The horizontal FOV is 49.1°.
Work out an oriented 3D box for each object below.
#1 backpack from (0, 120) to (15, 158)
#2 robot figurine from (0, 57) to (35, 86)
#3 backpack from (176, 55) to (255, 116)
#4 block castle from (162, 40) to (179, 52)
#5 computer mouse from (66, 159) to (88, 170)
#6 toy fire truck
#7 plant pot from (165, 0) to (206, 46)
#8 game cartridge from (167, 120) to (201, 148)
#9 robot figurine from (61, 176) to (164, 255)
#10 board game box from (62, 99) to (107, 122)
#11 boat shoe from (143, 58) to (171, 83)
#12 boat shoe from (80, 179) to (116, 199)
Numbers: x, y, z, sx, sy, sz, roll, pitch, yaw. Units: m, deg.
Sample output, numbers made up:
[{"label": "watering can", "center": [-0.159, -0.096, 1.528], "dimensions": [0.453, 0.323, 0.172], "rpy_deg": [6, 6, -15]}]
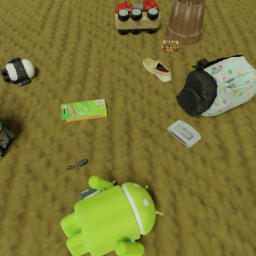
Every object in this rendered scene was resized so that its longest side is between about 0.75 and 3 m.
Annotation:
[{"label": "backpack", "center": [-5.474, 0.018, 9.606], "dimensions": [2.174, 2.474, 1.896], "rpy_deg": [18, 53, 12]}, {"label": "robot figurine", "center": [-4.984, -2.552, 12.711], "dimensions": [1.439, 1.081, 0.898], "rpy_deg": [-23, 38, -17]}, {"label": "backpack", "center": [3.734, -1.683, 11.293], "dimensions": [2.972, 2.480, 1.881], "rpy_deg": [-21, 72, -20]}, {"label": "block castle", "center": [2.105, -4.077, 14.040], "dimensions": [0.809, 0.540, 0.379], "rpy_deg": [1, 72, -4]}, {"label": "computer mouse", "center": [-1.826, 1.302, 10.079], "dimensions": [0.825, 0.140, 0.242], "rpy_deg": [-20, 52, -15]}, {"label": "toy fire truck", "center": [0.439, -6.445, 15.561], "dimensions": [2.368, 1.731, 2.690], "rpy_deg": [-4, 62, -2]}, {"label": "plant pot", "center": [3.049, -5.746, 14.499], "dimensions": [2.101, 2.080, 2.101], "rpy_deg": [0, 52, 0]}, {"label": "game cartridge", "center": [2.215, 0.197, 10.906], "dimensions": [0.780, 0.243, 1.172], "rpy_deg": [-30, 57, -30]}, {"label": "robot figurine", "center": [-0.446, 2.600, 8.088], "dimensions": [2.795, 1.617, 2.452], "rpy_deg": [-20, 50, -14]}, {"label": "board game box", "center": [-1.830, -0.734, 11.646], "dimensions": [1.816, 0.272, 0.868], "rpy_deg": [-6, 51, -8]}, {"label": "boat shoe", "center": [1.393, -2.857, 13.117], "dimensions": [0.667, 0.599, 1.803], "rpy_deg": [-33, 58, -23]}, {"label": "boat shoe", "center": [-1.005, 2.006, 9.333], "dimensions": [1.256, 0.470, 0.388], "rpy_deg": [-31, 68, -12]}]
